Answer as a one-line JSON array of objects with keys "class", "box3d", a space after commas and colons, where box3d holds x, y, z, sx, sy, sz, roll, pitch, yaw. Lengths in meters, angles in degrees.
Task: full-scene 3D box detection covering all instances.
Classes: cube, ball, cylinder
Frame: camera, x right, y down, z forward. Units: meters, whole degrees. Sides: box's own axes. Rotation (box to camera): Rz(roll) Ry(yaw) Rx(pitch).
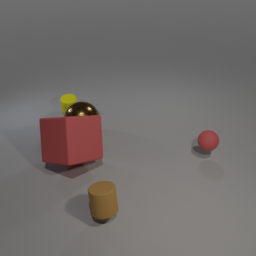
[{"class": "cube", "box3d": [-1.782, 0.336, 8.865, 1.400, 1.400, 1.400, 0, 4, 40]}, {"class": "ball", "box3d": [-1.757, -0.313, 10.703, 1.400, 1.400, 1.400, 0, 30, 0]}, {"class": "ball", "box3d": [2.692, 0.417, 9.387, 0.700, 0.700, 0.700, 0, 30, 0]}, {"class": "cylinder", "box3d": [-0.622, 1.803, 7.078, 0.700, 0.700, 0.700, -6, 19, 2]}, {"class": "cylinder", "box3d": [-2.611, -1.036, 12.445, 0.700, 0.700, 0.700, 1, 43, -1]}]
